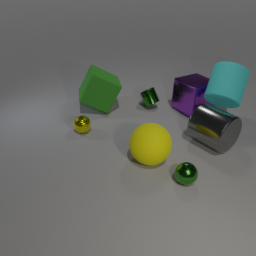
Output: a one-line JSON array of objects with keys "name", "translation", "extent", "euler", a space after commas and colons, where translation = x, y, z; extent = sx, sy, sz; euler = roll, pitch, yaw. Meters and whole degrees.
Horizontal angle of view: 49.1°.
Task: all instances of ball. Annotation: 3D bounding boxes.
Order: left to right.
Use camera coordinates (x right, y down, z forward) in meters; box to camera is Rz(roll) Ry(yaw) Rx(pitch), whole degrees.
[{"name": "ball", "translation": [-1.808, -0.149, 11.076], "extent": [0.700, 0.700, 0.700], "euler": [0, 32, 0]}, {"name": "ball", "translation": [0.744, 0.534, 9.293], "extent": [1.400, 1.400, 1.400], "euler": [0, 32, 0]}, {"name": "ball", "translation": [1.789, 1.395, 8.578], "extent": [0.700, 0.700, 0.700], "euler": [0, 32, 0]}]

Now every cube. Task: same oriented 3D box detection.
[{"name": "cube", "translation": [-1.272, -1.747, 12.451], "extent": [1.400, 1.400, 1.400], "euler": [22, 23, -21]}, {"name": "cube", "translation": [2.953, -1.483, 12.502], "extent": [1.400, 1.400, 1.400], "euler": [-17, 36, -29]}]

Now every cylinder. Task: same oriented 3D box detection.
[{"name": "cylinder", "translation": [1.001, -1.417, 12.840], "extent": [0.700, 0.700, 0.700], "euler": [-24, 2, 1]}, {"name": "cylinder", "translation": [3.128, -0.010, 10.171], "extent": [1.400, 1.400, 1.400], "euler": [-24, 39, -33]}, {"name": "cylinder", "translation": [3.899, -1.681, 11.077], "extent": [1.400, 1.400, 1.400], "euler": [20, -7, 3]}]
